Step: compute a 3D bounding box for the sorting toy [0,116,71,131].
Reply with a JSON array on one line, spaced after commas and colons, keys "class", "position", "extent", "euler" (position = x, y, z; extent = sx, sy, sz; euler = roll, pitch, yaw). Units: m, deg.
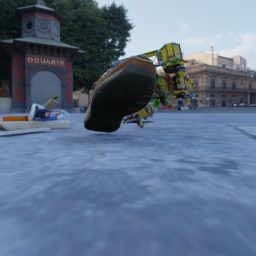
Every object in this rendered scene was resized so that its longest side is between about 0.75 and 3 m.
[{"class": "sorting toy", "position": [-3.512, -0.200, 8.373], "extent": [2.967, 0.437, 2.193], "euler": [-2, 5, -41]}]

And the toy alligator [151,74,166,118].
[{"class": "toy alligator", "position": [1.309, -1.247, 11.441], "extent": [0.518, 1.910, 0.566], "euler": [1, 28, -11]}]

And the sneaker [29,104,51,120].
[{"class": "sneaker", "position": [-2.467, -0.429, 7.949], "extent": [0.492, 0.436, 1.164], "euler": [19, 9, -11]}]

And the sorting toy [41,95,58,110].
[{"class": "sorting toy", "position": [-2.889, -0.846, 10.118], "extent": [1.048, 0.177, 0.505], "euler": [-37, -14, 10]}]

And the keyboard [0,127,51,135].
[{"class": "keyboard", "position": [-2.462, 0.095, 6.585], "extent": [0.449, 0.085, 1.596], "euler": [-10, 0, 20]}]

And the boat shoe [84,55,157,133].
[{"class": "boat shoe", "position": [-0.301, -0.729, 5.579], "extent": [0.996, 0.973, 2.634], "euler": [12, -23, -21]}]

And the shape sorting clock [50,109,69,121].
[{"class": "shape sorting clock", "position": [-2.554, -0.453, 9.975], "extent": [0.918, 0.180, 0.918], "euler": [4, 25, -2]}]

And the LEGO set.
[{"class": "LEGO set", "position": [0.778, -0.826, 7.747], "extent": [2.255, 1.699, 2.933], "euler": [-9, -15, 4]}]
